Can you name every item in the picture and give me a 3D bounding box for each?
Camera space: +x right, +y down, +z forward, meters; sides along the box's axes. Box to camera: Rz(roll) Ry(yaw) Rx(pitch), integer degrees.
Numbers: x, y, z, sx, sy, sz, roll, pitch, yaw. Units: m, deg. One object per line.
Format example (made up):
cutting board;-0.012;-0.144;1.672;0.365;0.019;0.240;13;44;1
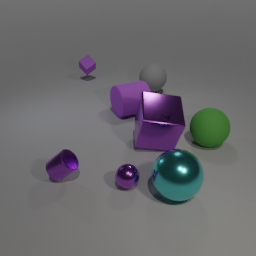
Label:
ball;-0.017;1.373;8.024;0.700;0.700;0.700;0;29;0
cube;1.035;-0.219;9.647;1.400;1.400;1.400;7;49;-6
ball;2.915;-0.020;9.997;1.400;1.400;1.400;0;29;0
cube;-2.320;-3.603;16.025;0.700;0.700;0.700;-41;81;-17
ball;1.340;1.269;7.616;1.400;1.400;1.400;0;29;0
ball;1.275;-2.577;14.269;1.400;1.400;1.400;0;29;0
cylinder;-1.939;1.089;8.268;0.700;0.700;0.700;-35;18;24
cylinder;0.115;-1.283;12.251;1.400;1.400;1.400;-14;32;-24
